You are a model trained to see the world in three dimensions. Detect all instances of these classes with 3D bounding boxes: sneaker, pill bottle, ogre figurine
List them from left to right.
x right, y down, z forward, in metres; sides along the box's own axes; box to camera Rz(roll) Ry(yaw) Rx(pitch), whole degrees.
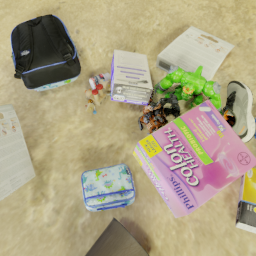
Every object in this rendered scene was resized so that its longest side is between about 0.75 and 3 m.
[{"bbox_3d":[-1.166,-2.023,11.946,0.859,0.513,0.513,-28,62,-16],"label":"pill bottle"},{"bbox_3d":[2.412,-1.468,10.899,1.401,1.711,2.855,-35,64,-21],"label":"ogre figurine"},{"bbox_3d":[4.131,-0.784,10.751,1.069,0.996,2.695,14,57,-14],"label":"sneaker"}]

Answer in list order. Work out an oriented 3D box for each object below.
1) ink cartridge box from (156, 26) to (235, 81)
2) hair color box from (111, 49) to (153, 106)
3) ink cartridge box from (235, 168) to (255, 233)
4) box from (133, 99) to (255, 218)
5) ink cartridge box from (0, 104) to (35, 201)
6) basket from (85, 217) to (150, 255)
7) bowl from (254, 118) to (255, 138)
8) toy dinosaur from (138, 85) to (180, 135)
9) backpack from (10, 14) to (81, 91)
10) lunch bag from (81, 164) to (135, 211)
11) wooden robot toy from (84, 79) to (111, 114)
[{"bbox_3d":[3.062,-3.262,12.691,2.377,0.702,2.970,33,59,19],"label":"ink cartridge box"},{"bbox_3d":[0.079,-2.088,11.247,1.466,0.869,2.683,8,39,-9],"label":"hair color box"},{"bbox_3d":[4.726,2.490,9.082,2.146,0.504,2.121,14,54,13],"label":"ink cartridge box"},{"bbox_3d":[2.124,0.980,9.239,2.954,1.428,2.599,-30,75,-16],"label":"box"},{"bbox_3d":[-3.685,0.648,7.954,0.580,1.963,2.452,-14,98,14],"label":"ink cartridge box"},{"bbox_3d":[-0.566,4.007,7.648,2.283,1.553,2.058,-39,68,-17],"label":"basket"},{"bbox_3d":[5.706,0.123,10.675,1.864,0.366,1.864,-1,59,1],"label":"bowl"},{"bbox_3d":[1.143,-0.662,10.790,1.681,1.265,2.477,-14,80,10],"label":"toy dinosaur"},{"bbox_3d":[-3.460,-3.061,11.642,2.569,2.063,2.807,-19,66,-9],"label":"backpack"},{"bbox_3d":[-0.641,1.995,9.295,1.720,0.709,1.382,-8,57,-5],"label":"lunch bag"},{"bbox_3d":[-1.339,-1.492,11.460,0.960,0.932,2.115,24,60,26],"label":"wooden robot toy"}]
